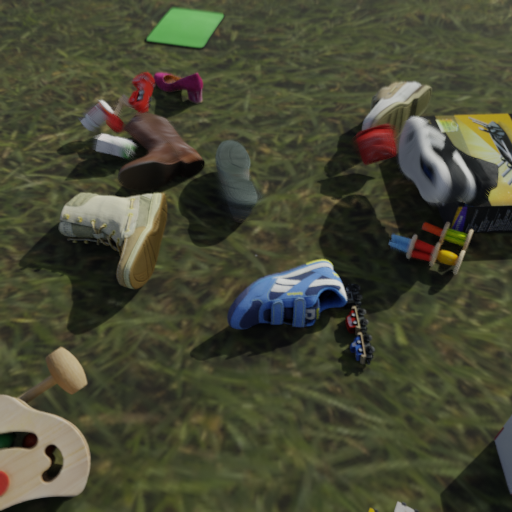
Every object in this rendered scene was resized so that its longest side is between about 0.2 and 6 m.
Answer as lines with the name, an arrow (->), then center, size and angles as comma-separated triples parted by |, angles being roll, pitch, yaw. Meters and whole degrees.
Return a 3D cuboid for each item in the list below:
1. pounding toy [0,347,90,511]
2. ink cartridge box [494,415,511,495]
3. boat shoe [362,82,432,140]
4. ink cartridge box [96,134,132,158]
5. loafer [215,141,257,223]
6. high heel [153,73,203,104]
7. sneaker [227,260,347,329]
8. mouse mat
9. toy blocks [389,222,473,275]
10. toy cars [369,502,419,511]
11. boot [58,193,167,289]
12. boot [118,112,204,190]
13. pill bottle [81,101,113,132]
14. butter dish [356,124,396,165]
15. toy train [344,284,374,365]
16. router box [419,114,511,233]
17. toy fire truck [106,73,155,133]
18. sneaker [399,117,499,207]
pounding toy -> -3.336, 2.925, 7.877 | 1.725, 1.731, 3.018 | 45, 68, 1
ink cartridge box -> 4.200, 2.796, 7.894 | 1.209, 0.878, 0.874 | 0, 48, 0
boat shoe -> 3.236, -3.517, 13.615 | 0.925, 1.011, 2.704 | 29, 45, 28
ink cartridge box -> -3.239, -2.512, 12.788 | 0.722, 0.304, 0.527 | 11, 25, -9
loafer -> -0.498, -1.609, 12.005 | 0.770, 0.674, 2.142 | 2, 46, -16
high heel -> -2.083, -4.664, 14.669 | 0.589, 0.840, 1.750 | -36, 57, -28
sneaker -> 0.578, 0.807, 9.757 | 2.236, 0.827, 0.919 | -22, 53, -17
mouse mat -> -2.169, -7.091, 17.389 | 1.913, 0.089, 2.377 | 11, 48, 10
toy blocks -> 3.395, -0.302, 10.939 | 1.370, 0.497, 1.141 | 21, 50, 19
toy cars -> 1.879, 3.592, 7.669 | 0.780, 0.173, 0.350 | -7, 52, -11
boot -> -2.851, -0.370, 10.756 | 1.928, 0.898, 2.493 | 4, 42, 2
boot -> -2.579, -2.493, 12.701 | 2.121, 0.731, 2.276 | -15, 51, -36
pill bottle -> -3.784, -3.307, 13.284 | 0.709, 0.389, 0.389 | -39, 53, 8
butter dish -> 2.663, -2.404, 12.291 | 0.781, 0.779, 0.577 | -15, 20, 11
toy train -> 1.747, 1.163, 9.782 | 0.382, 0.285, 1.670 | -5, 47, 0
router box -> 5.019, -1.861, 12.134 | 2.458, 0.817, 3.127 | -3, 48, -2
toy fire truck -> -2.965, -3.642, 13.258 | 0.976, 0.337, 1.384 | -7, 62, 25
sneaker -> 3.837, -1.796, 11.098 | 1.529, 0.998, 2.733 | 9, 38, -8
